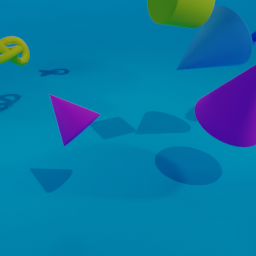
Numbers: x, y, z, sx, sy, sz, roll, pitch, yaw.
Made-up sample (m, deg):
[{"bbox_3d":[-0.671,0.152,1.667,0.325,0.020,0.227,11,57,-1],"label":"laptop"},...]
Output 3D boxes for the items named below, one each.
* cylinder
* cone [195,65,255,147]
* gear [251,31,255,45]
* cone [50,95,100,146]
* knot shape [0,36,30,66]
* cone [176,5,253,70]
[{"bbox_3d":[1.112,-2.703,5.947,1.032,1.032,1.032,-6,29,-31],"label":"cylinder"},{"bbox_3d":[2.287,-0.700,5.400,1.533,1.539,1.533,7,47,-7],"label":"cone"},{"bbox_3d":[3.684,-2.594,7.433,1.420,0.263,1.420,-33,1,1],"label":"gear"},{"bbox_3d":[-1.165,-0.290,5.287,0.907,0.904,0.904,48,39,-3],"label":"cone"},{"bbox_3d":[-3.787,-2.394,8.686,1.538,0.711,1.439,12,27,-30],"label":"knot shape"},{"bbox_3d":[1.814,-1.830,6.811,1.593,1.587,1.587,-34,38,-9],"label":"cone"}]
